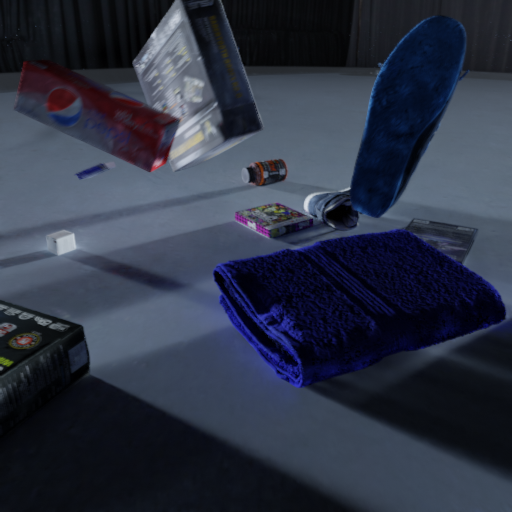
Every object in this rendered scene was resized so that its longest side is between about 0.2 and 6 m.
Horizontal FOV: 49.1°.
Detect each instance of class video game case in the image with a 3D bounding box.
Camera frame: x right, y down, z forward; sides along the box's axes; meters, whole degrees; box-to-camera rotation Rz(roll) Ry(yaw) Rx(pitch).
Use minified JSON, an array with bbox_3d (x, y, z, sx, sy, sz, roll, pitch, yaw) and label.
[{"bbox_3d":[3.917,-0.312,12.265,1.496,0.199,2.095,12,28,26],"label":"video game case"},{"bbox_3d":[0.414,-0.875,13.424,1.315,0.260,1.451,-16,29,-31],"label":"video game case"}]

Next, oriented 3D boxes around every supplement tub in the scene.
[{"bbox_3d":[0.237,-2.431,16.383,1.283,0.686,0.686,-14,28,-28],"label":"supplement tub"}]

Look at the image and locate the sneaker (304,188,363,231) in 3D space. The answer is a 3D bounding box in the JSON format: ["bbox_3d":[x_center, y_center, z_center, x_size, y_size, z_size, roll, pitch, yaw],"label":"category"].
[{"bbox_3d":[2.446,-1.208,13.233,2.272,0.864,1.642,-14,16,-8],"label":"sneaker"}]

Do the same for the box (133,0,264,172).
[{"bbox_3d":[-1.453,-3.736,12.755,0.908,2.974,3.755,-23,7,-25],"label":"box"}]

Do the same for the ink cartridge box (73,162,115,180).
[{"bbox_3d":[-3.746,-1.973,13.018,0.763,0.155,0.765,-19,9,12],"label":"ink cartridge box"}]

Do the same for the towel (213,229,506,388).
[{"bbox_3d":[1.622,0.746,9.148,3.993,0.989,2.948,-12,33,-24],"label":"towel"}]

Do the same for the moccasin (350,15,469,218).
[{"bbox_3d":[2.408,-2.312,9.391,1.354,3.366,1.148,32,32,14],"label":"moccasin"}]

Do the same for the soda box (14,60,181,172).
[{"bbox_3d":[-3.275,-2.921,11.644,3.168,1.109,1.005,24,22,2],"label":"soda box"}]

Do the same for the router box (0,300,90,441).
[{"bbox_3d":[-4.040,1.431,7.531,2.811,0.873,2.106,11,27,23],"label":"router box"}]

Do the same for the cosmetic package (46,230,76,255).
[{"bbox_3d":[-4.172,-0.285,11.970,0.372,0.372,0.451,17,29,34],"label":"cosmetic package"}]
